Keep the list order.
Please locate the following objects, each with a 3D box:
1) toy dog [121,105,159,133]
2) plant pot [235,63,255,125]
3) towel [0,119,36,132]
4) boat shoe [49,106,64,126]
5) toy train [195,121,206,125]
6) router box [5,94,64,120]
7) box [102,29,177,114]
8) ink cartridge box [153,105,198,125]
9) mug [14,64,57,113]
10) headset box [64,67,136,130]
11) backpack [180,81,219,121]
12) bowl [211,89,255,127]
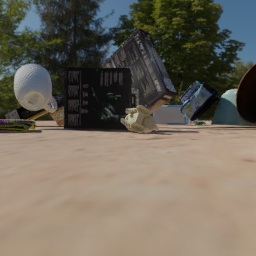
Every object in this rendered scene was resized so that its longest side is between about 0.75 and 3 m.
[{"bbox_3d":[0.254,-0.177,6.624,0.838,0.603,0.865,14,-5,-23],"label":"toy dog"},{"bbox_3d":[4.965,-0.834,8.655,2.281,2.132,2.132,16,-5,-23],"label":"plant pot"},{"bbox_3d":[-3.914,-0.066,7.181,2.938,0.334,2.110,0,1,-17],"label":"towel"},{"bbox_3d":[-3.097,-0.534,13.554,0.964,0.873,2.705,-24,4,4],"label":"boat shoe"},{"bbox_3d":[4.052,-0.266,15.597,0.918,0.192,0.259,-2,12,-44],"label":"toy train"},{"bbox_3d":[-4.098,-0.853,12.721,2.221,0.580,1.747,-21,4,21],"label":"router box"},{"bbox_3d":[0.333,-1.930,10.924,0.714,2.955,2.340,4,-32,-47],"label":"box"},{"bbox_3d":[2.685,-0.703,15.475,1.778,1.041,2.460,1,4,30],"label":"ink cartridge box"},{"bbox_3d":[-3.148,-1.205,9.831,1.713,1.265,1.502,44,13,-39],"label":"mug"},{"bbox_3d":[-0.794,-0.851,8.367,2.055,1.789,0.953,0,2,2],"label":"headset box"},{"bbox_3d":[2.739,-1.064,11.214,1.091,1.484,1.358,44,10,20],"label":"backpack"},{"bbox_3d":[4.589,-0.745,10.760,2.656,1.389,2.656,3,1,0],"label":"bowl"}]
